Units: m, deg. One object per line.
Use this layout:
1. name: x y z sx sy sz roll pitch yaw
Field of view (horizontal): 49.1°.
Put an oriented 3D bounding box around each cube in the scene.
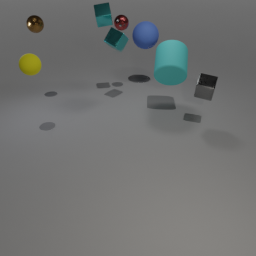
1. cube: -0.514 -3.895 12.404 0.700 0.700 0.700 32 7 20
2. cube: 3.056 -1.612 11.002 0.700 0.700 0.700 16 57 14
3. cube: -1.114 -5.090 12.626 0.700 0.700 0.700 -10 71 -1

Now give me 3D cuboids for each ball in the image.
1. ball: -3.185 -2.064 9.115 0.700 0.700 0.700 0 29 0
2. ball: -3.853 -4.311 11.628 0.700 0.700 0.700 0 29 0
3. ball: 0.931 -4.899 14.807 1.400 1.400 1.400 0 29 0
4. ball: -0.309 -4.931 13.114 0.700 0.700 0.700 0 29 0

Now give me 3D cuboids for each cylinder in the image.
1. cylinder: 1.858 -2.793 12.076 1.400 1.400 1.400 4 64 7
